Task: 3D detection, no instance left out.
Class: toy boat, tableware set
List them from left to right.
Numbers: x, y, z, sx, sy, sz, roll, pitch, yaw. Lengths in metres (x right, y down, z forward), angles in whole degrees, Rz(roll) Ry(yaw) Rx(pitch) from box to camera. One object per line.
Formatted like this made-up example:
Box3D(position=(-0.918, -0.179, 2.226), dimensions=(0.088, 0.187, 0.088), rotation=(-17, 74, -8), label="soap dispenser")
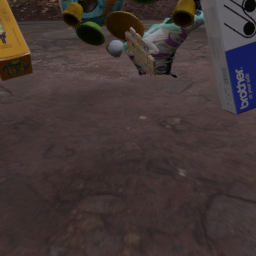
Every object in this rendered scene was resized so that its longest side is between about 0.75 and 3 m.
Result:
Box3D(position=(-0.965, -4.059, 10.352), dimensions=(2.491, 2.963, 1.377), rotation=(-27, 21, -5), label="toy boat")
Box3D(position=(-0.113, -2.047, 4.981), dimensions=(2.609, 1.758, 0.400), rotation=(5, 68, 28), label="tableware set")

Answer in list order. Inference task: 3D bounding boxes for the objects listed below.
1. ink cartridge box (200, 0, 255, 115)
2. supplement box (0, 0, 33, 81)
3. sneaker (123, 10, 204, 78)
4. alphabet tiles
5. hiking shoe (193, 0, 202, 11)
Box3D(position=(2.082, -1.646, 4.914), dimensions=(1.210, 2.574, 0.569), rotation=(-20, 18, -5), label="ink cartridge box")
Box3D(position=(-3.174, -2.414, 6.914), dimensions=(0.835, 0.864, 2.511), rotation=(-20, 67, -22), label="supplement box")
Box3D(position=(1.001, -1.801, 6.574), dimensions=(1.977, 1.383, 0.768), rotation=(-13, 33, 29), label="sneaker")
Box3D(position=(0.239, -1.431, 5.387), dimensions=(0.070, 0.932, 0.953), rotation=(-33, 64, -8), label="alphabet tiles")
Box3D(position=(2.098, -3.724, 8.002), dimensions=(0.502, 0.668, 1.327), rotation=(-31, 34, 41), label="hiking shoe")
